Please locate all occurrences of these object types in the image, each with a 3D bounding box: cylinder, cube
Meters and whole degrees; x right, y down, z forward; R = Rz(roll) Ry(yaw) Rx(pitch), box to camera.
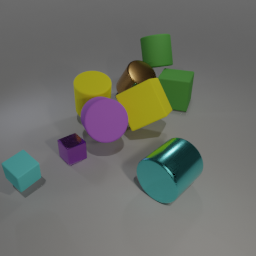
[{"bbox_3d":[1.201,1.183,8.019,1.400,1.400,1.400,26,40,34],"label":"cylinder"},{"bbox_3d":[-0.827,-0.317,9.371,1.400,1.400,1.400,-8,11,-13],"label":"cylinder"},{"bbox_3d":[0.351,-2.092,12.688,1.400,1.400,1.400,12,60,-20],"label":"cylinder"},{"bbox_3d":[-2.913,1.176,7.709,0.700,0.700,0.700,34,50,21],"label":"cube"},{"bbox_3d":[0.631,-0.894,10.252,1.400,1.400,1.400,-24,4,20],"label":"cube"},{"bbox_3d":[-1.869,0.710,9.423,0.700,0.700,0.700,-23,40,-33],"label":"cube"},{"bbox_3d":[1.342,-3.565,13.105,1.400,1.400,1.400,-7,11,1],"label":"cylinder"},{"bbox_3d":[2.113,-1.742,12.585,1.400,1.400,1.400,10,32,16],"label":"cube"},{"bbox_3d":[-1.353,-1.237,10.808,1.400,1.400,1.400,3,49,-3],"label":"cylinder"}]
